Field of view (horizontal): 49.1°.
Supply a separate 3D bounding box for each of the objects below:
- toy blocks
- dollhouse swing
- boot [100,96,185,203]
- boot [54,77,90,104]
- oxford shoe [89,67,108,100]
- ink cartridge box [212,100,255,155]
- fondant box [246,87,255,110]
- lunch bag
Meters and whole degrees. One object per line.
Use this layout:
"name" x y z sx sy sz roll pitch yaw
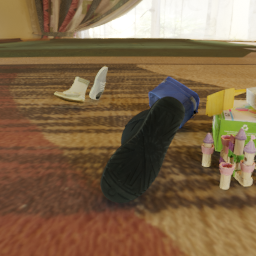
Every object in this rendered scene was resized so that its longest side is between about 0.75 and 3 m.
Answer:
"toy blocks" 2.438 0.487 6.116 1.354 1.140 1.266 -4 21 -8
"dollhouse swing" 2.539 -0.641 7.177 0.721 0.745 0.820 9 -8 -15
"boot" 0.200 0.480 6.306 0.931 2.437 2.048 34 -12 -4
"boot" -2.198 -1.537 11.022 1.282 0.991 0.462 12 -12 16
"oxford shoe" -1.128 -1.810 11.584 0.452 1.565 0.589 38 31 19
"ink cartridge box" 3.709 -0.046 7.701 2.552 0.967 1.886 4 22 12
"fondant box" 3.910 -0.702 7.262 1.131 0.457 1.567 -7 23 5
"lunch bag" 1.522 -0.823 8.781 1.540 1.046 1.019 38 69 25
